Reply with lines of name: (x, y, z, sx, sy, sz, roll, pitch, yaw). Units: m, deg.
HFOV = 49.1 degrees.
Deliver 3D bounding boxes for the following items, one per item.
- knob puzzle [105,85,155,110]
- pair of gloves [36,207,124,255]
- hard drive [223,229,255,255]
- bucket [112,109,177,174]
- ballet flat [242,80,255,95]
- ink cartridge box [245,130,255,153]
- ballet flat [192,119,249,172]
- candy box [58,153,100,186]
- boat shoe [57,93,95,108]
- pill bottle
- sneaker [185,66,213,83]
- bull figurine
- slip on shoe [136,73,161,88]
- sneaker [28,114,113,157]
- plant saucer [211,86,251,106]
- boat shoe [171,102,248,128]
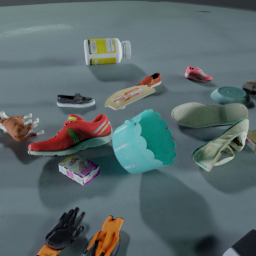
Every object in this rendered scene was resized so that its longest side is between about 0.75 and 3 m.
knob puzzle: (-0.022, -0.871, 8.072, 1.546, 0.214, 1.546, -18, 23, 8)
pair of gloves: (-1.062, 2.641, 6.650, 1.793, 0.222, 1.597, 8, 34, 17)
hard drive: (3.081, 2.988, 5.934, 1.187, 0.373, 1.760, -21, 38, -29)
bucket: (0.486, 0.453, 8.427, 1.198, 1.841, 1.841, -25, 19, 32)
ballet flat: (6.547, -1.608, 12.732, 0.656, 0.953, 2.830, -32, 37, -18)
ink cartridge box: (4.647, 0.451, 9.977, 0.765, 0.349, 0.929, -7, 33, -9)
ballet flat: (3.332, 0.610, 9.398, 2.840, 0.958, 0.885, -28, 59, -26)
candy box: (-1.514, 1.260, 8.708, 1.089, 0.332, 0.743, 21, 37, 31)
boat shoe: (-2.348, -1.300, 12.546, 1.706, 0.565, 0.597, 1, 32, 2)
pill bottle: (-1.243, -4.642, 16.984, 2.710, 1.508, 1.508, -5, 33, -9)
sneaker: (3.768, -2.886, 14.954, 1.570, 0.681, 0.578, 23, 39, 31)
bull figurine: (-4.121, -0.108, 10.549, 1.279, 0.686, 2.106, -23, 39, -32)
slip on shoe: (1.002, -2.315, 14.145, 0.714, 0.590, 1.927, 28, 43, 34)
sneaker: (-1.923, 0.187, 9.334, 2.949, 1.252, 1.136, -16, 7, -32)
plant saucer: (4.859, -1.558, 13.190, 1.824, 0.328, 1.824, 0, 32, 0)
boat shoe: (3.144, -0.466, 10.972, 2.799, 1.006, 0.833, -3, -11, 15)
